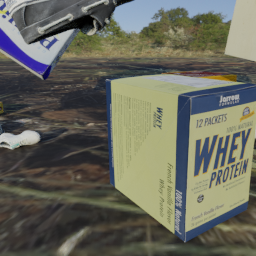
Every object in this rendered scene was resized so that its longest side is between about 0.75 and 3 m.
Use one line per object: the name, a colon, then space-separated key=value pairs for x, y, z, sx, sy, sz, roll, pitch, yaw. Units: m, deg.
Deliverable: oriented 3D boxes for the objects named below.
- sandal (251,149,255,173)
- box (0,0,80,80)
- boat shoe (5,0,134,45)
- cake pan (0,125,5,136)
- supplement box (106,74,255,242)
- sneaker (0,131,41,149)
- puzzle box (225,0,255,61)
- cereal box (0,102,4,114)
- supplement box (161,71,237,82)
sandal: x=2.502 y=0.520 z=4.447 sx=1.857 sy=0.530 sz=0.737 roll=15 pitch=23 yaw=41
box: x=-2.838 y=-3.403 z=8.318 sx=2.696 sy=2.931 sz=1.538 roll=34 pitch=-3 yaw=-16
boat shoe: x=-0.614 y=-1.881 z=4.428 sx=2.370 sy=0.803 sz=0.850 roll=-27 pitch=10 yaw=-31
cake pan: x=-3.521 y=0.075 z=6.469 sx=1.225 sy=0.225 sz=1.225 roll=0 pitch=17 yaw=0
supplement box: x=0.591 y=0.187 z=3.637 sx=1.086 sy=1.617 sz=1.616 roll=-12 pitch=20 yaw=-31
sneaker: x=-2.244 y=0.288 z=5.738 sx=0.867 sy=0.326 sz=0.384 roll=-6 pitch=28 yaw=3
puzzle box: x=2.490 y=-2.009 z=4.062 sx=1.686 sy=2.535 sz=0.322 roll=21 pitch=55 yaw=21
cereal box: x=-4.824 y=-0.491 z=8.069 sx=1.870 sy=0.370 sz=1.345 roll=2 pitch=17 yaw=8
supplement box: x=2.218 y=-1.178 z=9.039 sx=1.689 sy=1.137 sz=1.712 roll=-11 pitch=20 yaw=-32
